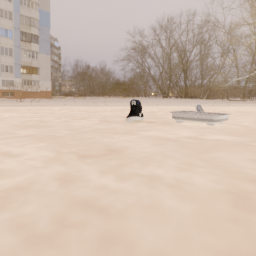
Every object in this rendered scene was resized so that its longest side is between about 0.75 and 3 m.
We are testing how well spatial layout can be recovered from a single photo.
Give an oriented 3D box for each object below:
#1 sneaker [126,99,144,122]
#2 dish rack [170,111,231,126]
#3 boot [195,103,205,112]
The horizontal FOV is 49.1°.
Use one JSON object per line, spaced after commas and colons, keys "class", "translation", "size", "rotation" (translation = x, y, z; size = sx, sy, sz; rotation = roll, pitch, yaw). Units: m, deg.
{"class": "sneaker", "translation": [0.190, -0.648, 10.180], "size": [0.534, 0.817, 1.460], "rotation": [-10, 0, 15]}
{"class": "dish rack", "translation": [2.380, -0.338, 9.250], "size": [1.734, 0.377, 1.488], "rotation": [6, 7, 34]}
{"class": "boot", "translation": [3.130, -0.722, 11.875], "size": [0.365, 0.294, 0.807], "rotation": [41, -1, 44]}
